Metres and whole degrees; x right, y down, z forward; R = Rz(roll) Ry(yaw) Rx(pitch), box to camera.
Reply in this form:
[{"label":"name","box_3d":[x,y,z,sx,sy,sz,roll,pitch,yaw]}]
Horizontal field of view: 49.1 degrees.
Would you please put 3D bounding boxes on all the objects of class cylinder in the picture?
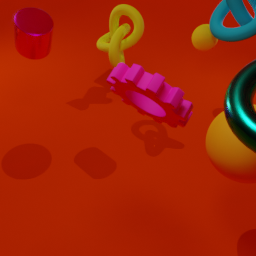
[{"label":"cylinder","box_3d":[-2.019,-2.005,5.997,0.775,0.775,0.775,9,62,-16]}]

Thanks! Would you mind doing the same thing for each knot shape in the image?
[{"label":"knot shape","box_3d":[2.813,-2.871,6.767,2.043,0.944,1.912,34,82,-1]},{"label":"knot shape","box_3d":[-0.172,-2.266,6.801,0.694,1.405,1.501,12,43,-28]}]

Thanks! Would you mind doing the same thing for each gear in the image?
[{"label":"gear","box_3d":[0.261,-0.377,3.457,1.094,1.094,0.202,26,79,27]}]

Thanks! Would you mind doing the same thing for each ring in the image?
[{"label":"ring","box_3d":[1.629,-0.249,2.608,1.404,0.281,1.404,-11,49,14]}]

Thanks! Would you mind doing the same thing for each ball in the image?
[{"label":"ball","box_3d":[1.843,0.242,4.358,1.225,1.225,1.225,0,40,0]},{"label":"ball","box_3d":[2.150,-2.519,7.825,0.720,0.720,0.720,0,40,0]}]
